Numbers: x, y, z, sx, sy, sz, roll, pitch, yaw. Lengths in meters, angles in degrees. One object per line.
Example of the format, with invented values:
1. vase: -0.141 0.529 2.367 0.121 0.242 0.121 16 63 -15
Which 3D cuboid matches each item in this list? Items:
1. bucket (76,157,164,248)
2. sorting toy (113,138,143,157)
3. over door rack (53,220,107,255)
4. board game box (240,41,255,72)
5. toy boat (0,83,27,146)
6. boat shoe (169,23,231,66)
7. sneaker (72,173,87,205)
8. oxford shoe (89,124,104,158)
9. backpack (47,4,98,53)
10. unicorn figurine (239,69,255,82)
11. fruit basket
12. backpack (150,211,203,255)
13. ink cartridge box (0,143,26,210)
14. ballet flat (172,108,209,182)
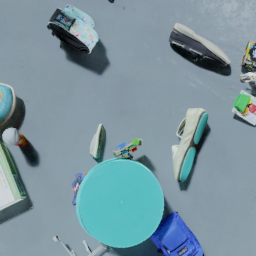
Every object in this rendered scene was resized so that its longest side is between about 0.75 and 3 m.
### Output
1. bucket: -0.204 2.307 8.925 2.896 1.884 2.896 0 79 0
2. sorting toy: 0.022 0.723 9.241 1.014 1.800 0.245 -24 77 -6
3. over door rack: -1.560 3.727 9.281 1.102 0.497 1.491 -39 102 -7
4. board game box: 4.872 -2.697 10.662 0.895 0.307 1.083 20 70 5
5. toy boat: -4.619 -0.376 9.791 2.684 1.247 2.257 43 81 8
6. boat shoe: 2.707 -3.014 10.727 2.529 0.919 0.793 34 123 1
7. sneaker: -1.757 2.099 9.749 0.458 0.440 1.167 10 70 7
8. oxford shoe: -1.128 0.448 10.039 0.367 0.478 1.271 5 76 24
9. backpack: -1.886 -3.574 10.337 1.675 1.487 1.261 35 85 2
10. unicorn figurine: 4.570 -1.973 10.471 0.732 0.394 1.066 -13 40 -2
11. fruit basket: 4.426 -0.755 10.341 1.042 0.488 0.965 30 80 -10
12. backpack: 1.562 3.741 8.947 1.282 1.324 1.577 -36 84 1
13. ink cartridge box: -5.303 2.064 9.610 2.936 0.704 2.137 -25 80 -7
14. ballet flat: 2.033 0.560 9.910 0.851 0.920 2.729 17 78 35
